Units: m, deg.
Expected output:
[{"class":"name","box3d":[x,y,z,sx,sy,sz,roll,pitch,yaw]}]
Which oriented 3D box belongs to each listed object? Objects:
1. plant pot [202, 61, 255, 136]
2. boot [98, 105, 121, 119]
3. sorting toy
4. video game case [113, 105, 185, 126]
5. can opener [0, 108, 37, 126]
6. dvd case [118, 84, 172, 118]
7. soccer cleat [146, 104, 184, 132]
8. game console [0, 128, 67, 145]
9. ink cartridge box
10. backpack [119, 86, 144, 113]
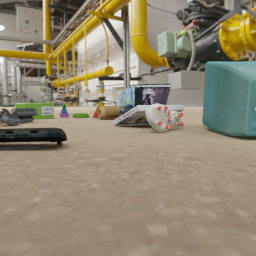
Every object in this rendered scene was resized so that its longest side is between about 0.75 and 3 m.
[{"class":"plant pot","box3d":[3.090,-0.681,6.946,1.883,1.884,2.665,0,14,4]},{"class":"boot","box3d":[-0.257,-0.846,13.689,2.419,0.800,2.118,-4,3,-10]},{"class":"sorting toy","box3d":[-2.263,-0.959,14.461,2.502,0.862,0.868,1,6,0]},{"class":"video game case","box3d":[0.659,-0.412,9.200,1.808,0.208,1.647,-4,-13,-31]},{"class":"can opener","box3d":[-4.038,-0.350,10.235,0.771,0.610,2.319,36,11,4]},{"class":"dvd case","box3d":[0.830,-1.222,12.814,2.015,0.216,2.710,1,41,17]},{"class":"soccer cleat","box3d":[0.897,-0.237,7.889,0.823,0.736,2.123,-3,-4,29]},{"class":"game console","box3d":[-2.557,0.205,4.793,2.894,0.349,1.707,-2,6,-2]},{"class":"ink cartridge box","box3d":[-4.802,-0.851,13.781,1.503,0.770,2.034,-6,6,-43]},{"class":"backpack","box3d":[0.065,-1.153,11.725,0.818,1.019,1.113,10,-22,-29]}]
